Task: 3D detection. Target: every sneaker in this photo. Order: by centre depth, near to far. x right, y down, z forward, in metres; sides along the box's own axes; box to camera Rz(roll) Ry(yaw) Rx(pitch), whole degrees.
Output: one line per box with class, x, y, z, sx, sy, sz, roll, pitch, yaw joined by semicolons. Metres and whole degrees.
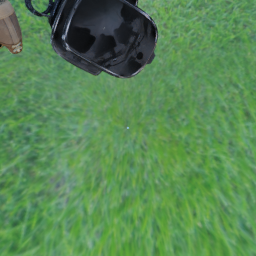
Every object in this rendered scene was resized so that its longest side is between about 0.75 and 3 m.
sneaker;-3.317;-2.258;6.269;2.746;1.037;0.967;24;50;39

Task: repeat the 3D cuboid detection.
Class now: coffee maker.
coffee maker;-1.032;-2.377;6.438;2.830;1.985;2.947;2;21;-14
